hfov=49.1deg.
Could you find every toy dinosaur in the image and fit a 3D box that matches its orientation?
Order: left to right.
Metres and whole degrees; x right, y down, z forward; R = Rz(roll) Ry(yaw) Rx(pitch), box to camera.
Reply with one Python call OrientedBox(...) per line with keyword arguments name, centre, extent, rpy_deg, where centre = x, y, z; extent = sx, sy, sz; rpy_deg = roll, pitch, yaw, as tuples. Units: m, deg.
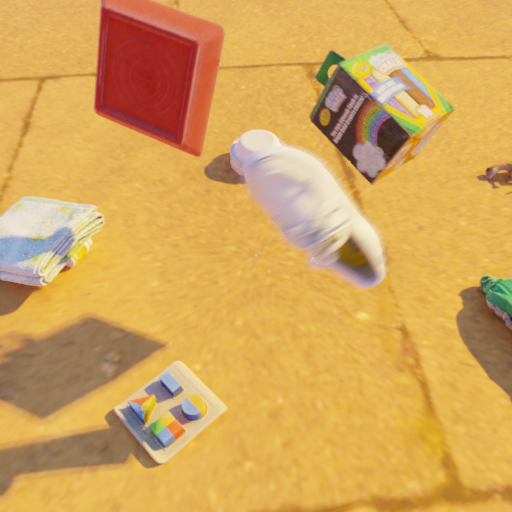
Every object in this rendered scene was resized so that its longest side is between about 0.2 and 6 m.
OrientedBox(name="toy dinosaur", centre=(5.667, -1.899, 11.671), extent=(1.740, 0.526, 0.924), rpy_deg=(-12, 45, -13))

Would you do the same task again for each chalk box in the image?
OrientedBox(name="chalk box", centre=(1.474, -1.971, 7.285), extent=(1.023, 1.030, 1.650), rpy_deg=(-32, 76, -32))

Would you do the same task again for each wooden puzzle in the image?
OrientedBox(name="wooden puzzle", centre=(-1.210, 2.108, 7.847), extent=(1.223, 0.283, 1.133), rpy_deg=(-33, 54, -29))

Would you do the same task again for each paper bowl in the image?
OrientedBox(name="paper bowl", centre=(0.043, -2.218, 11.914), extent=(1.200, 0.624, 1.200), rpy_deg=(0, 46, 0))

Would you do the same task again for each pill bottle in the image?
OrientedBox(name="pill bottle", centre=(-3.206, -0.104, 10.010), extent=(0.328, 0.328, 0.590), rpy_deg=(19, 48, 18))

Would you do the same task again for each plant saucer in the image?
OrientedBox(name="plant saucer", centre=(-1.599, -2.666, 8.325), extent=(2.030, 2.026, 0.373), rpy_deg=(25, 35, 13))

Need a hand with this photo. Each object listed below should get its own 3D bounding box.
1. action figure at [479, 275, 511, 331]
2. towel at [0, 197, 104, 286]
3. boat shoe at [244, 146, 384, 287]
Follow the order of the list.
OrientedBox(name="action figure", centre=(4.406, 1.005, 8.695), extent=(1.403, 0.650, 2.375), rpy_deg=(-21, 42, -18))
OrientedBox(name="towel", centre=(-3.949, -0.311, 9.842), extent=(2.111, 0.508, 1.807), rpy_deg=(7, 43, 26))
OrientedBox(name="boat shoe", centre=(0.714, -0.278, 6.088), extent=(0.793, 2.147, 0.915), rpy_deg=(-35, 36, 19))
